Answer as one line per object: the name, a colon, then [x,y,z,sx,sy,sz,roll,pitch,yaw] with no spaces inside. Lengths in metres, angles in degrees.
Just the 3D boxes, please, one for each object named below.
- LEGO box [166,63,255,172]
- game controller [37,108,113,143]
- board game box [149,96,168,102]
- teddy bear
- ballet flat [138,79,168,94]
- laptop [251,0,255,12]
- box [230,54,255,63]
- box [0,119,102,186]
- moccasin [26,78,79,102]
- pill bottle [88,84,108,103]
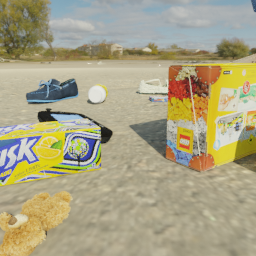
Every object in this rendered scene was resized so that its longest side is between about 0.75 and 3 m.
LEGO box: [2.025,-0.374,5.768,2.503,1.864,0.966,-10,17,-35]
game controller: [-1.459,-0.099,7.317,1.399,0.565,2.683,-8,17,-27]
board game box: [1.506,-1.329,12.815,0.969,0.167,0.656,-2,15,-8]
teddy bear: [-1.099,1.030,3.347,0.836,0.385,1.153,4,15,24]
ballet flat: [1.782,-2.182,14.842,2.507,0.900,0.900,2,15,4]
laptop: [4.034,-3.120,7.975,0.880,1.519,1.422,-7,-12,31]
box: [3.636,-0.976,6.866,1.509,1.771,2.770,-10,0,-34]
box: [-1.798,0.404,4.871,2.551,0.820,0.894,-7,16,-23]
moccasin: [-3.490,-1.783,12.853,1.203,1.019,2.990,7,16,24]
pill bottle: [-1.314,-1.492,12.249,0.761,0.761,1.359,1,15,3]
